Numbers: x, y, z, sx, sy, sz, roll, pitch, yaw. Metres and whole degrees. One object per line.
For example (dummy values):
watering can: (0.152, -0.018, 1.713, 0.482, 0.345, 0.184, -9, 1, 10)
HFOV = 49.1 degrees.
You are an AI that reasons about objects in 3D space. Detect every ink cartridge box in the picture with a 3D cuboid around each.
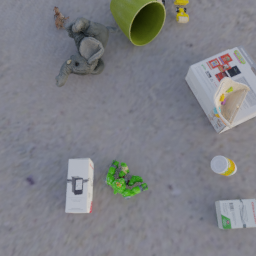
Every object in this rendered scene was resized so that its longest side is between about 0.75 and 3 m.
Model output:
ink cartridge box: (-1.557, 1.917, 9.209, 0.699, 1.217, 1.676, 0, 72, 0)
ink cartridge box: (3.620, 2.844, 9.282, 1.235, 0.513, 0.905, -2, 72, -1)
ink cartridge box: (3.774, -1.453, 10.351, 2.252, 1.076, 2.565, -24, 74, -6)

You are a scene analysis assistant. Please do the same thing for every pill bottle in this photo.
pill bottle: (3.279, 1.305, 9.474, 0.586, 1.055, 0.586, -15, 66, 37)

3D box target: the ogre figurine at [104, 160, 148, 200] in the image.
ogre figurine: (-0.134, 1.826, 9.544, 1.512, 0.742, 0.906, 46, 59, -2)

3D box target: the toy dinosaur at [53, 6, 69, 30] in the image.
toy dinosaur: (-2.900, -4.515, 11.733, 0.656, 0.415, 0.967, 14, 87, 14)

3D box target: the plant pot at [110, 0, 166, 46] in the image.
plant pot: (0.193, -4.564, 11.175, 1.798, 1.798, 1.922, -37, 61, -11)

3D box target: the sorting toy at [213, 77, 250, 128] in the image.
sorting toy: (3.087, -0.947, 8.876, 0.769, 1.295, 1.439, 23, 83, 41)

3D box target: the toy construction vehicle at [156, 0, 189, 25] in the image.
toy construction vehicle: (1.801, -5.117, 11.872, 1.550, 0.627, 1.780, -5, 75, -13)

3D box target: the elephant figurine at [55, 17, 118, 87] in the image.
elephant figurine: (-1.564, -2.729, 10.647, 1.897, 1.730, 2.445, -13, 75, 34)
